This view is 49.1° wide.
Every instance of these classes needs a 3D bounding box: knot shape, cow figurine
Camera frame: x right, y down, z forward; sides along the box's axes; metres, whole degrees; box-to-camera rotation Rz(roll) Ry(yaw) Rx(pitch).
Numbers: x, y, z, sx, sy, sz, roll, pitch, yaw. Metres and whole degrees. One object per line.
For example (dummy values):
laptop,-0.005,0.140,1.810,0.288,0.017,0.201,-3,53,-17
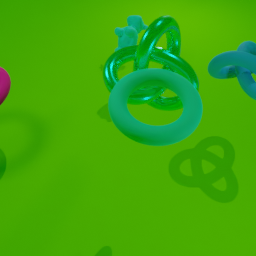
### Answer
knot shape,0.270,-0.764,3.808,1.234,1.319,0.609,-16,19,-10
knot shape,2.854,-1.342,6.266,1.881,0.869,1.761,23,35,21
cow figurine,0.095,-2.534,7.799,0.634,1.154,1.136,11,18,28

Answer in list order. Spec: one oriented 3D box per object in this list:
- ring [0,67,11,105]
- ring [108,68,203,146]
ring,-3.465,-0.814,6.379,1.654,0.331,1.654,-7,54,10
ring,0.316,-0.275,3.258,1.091,0.218,1.091,0,56,-1
